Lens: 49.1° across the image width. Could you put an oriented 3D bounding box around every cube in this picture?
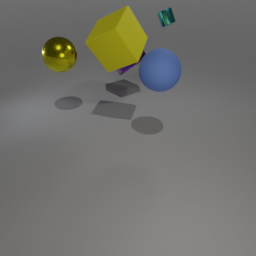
[{"bbox_3d":[-0.366,-3.073,9.796,1.400,1.400,1.400,-10,46,35],"label":"cube"},{"bbox_3d":[-0.132,-3.545,13.491,1.400,1.400,1.400,-34,9,-3],"label":"cube"}]

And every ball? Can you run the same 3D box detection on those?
[{"bbox_3d":[1.052,-1.894,9.217,1.400,1.400,1.400,0,31,0],"label":"ball"},{"bbox_3d":[-2.735,-2.932,11.222,1.400,1.400,1.400,0,31,0],"label":"ball"}]

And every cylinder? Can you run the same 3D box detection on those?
[{"bbox_3d":[1.825,-5.242,13.295,0.700,0.700,0.700,-21,14,6],"label":"cylinder"}]
